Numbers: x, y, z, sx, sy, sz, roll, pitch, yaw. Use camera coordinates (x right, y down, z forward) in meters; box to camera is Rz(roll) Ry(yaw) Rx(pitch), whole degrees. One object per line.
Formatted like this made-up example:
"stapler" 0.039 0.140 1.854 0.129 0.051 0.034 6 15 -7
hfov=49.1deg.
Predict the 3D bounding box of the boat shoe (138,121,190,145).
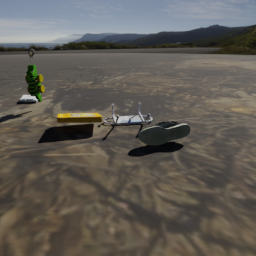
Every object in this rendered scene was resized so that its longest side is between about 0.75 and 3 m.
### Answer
"boat shoe" 0.905 0.077 7.444 1.444 0.540 0.479 -13 24 -13

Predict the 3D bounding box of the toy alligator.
"toy alligator" -3.538 -1.875 10.342 0.591 1.992 0.541 1 21 13

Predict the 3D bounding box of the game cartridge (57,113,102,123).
"game cartridge" -1.502 -0.324 8.570 1.296 0.210 1.142 1 8 -13

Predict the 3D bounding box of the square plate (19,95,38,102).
"square plate" -4.255 -1.303 12.131 0.782 0.112 0.790 0 24 -7

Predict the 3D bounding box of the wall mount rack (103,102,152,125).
"wall mount rack" 0.045 -0.392 8.915 1.633 0.609 1.419 -4 25 -9
